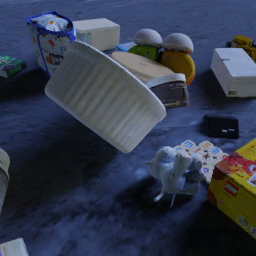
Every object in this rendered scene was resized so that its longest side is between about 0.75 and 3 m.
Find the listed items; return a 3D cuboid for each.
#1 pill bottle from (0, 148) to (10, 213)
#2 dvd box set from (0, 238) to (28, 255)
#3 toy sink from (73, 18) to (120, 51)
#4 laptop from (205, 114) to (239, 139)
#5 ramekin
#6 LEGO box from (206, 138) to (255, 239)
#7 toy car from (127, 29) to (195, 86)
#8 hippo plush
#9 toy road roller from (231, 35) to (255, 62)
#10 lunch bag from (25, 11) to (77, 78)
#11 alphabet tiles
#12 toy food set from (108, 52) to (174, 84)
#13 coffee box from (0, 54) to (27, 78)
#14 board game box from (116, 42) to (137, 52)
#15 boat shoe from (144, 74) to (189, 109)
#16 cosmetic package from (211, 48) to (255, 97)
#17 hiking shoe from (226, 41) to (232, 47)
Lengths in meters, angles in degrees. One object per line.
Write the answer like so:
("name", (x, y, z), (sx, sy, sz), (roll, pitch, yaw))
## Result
("pill bottle", (-3.186, 1.358, 5.847), (1.172, 1.172, 2.059), (-4, 37, -6))
("dvd box set", (-2.607, 2.815, 4.149), (2.469, 0.363, 1.807), (-8, 36, -34))
("toy sink", (-1.622, -4.288, 13.113), (2.082, 1.166, 1.357), (-20, 42, -31))
("laptop", (2.865, -0.070, 8.591), (0.899, 0.524, 1.014), (4, 64, 6))
("ramekin", (-0.628, -0.656, 7.059), (2.950, 2.950, 1.438), (34, 85, 36))
("LEGO box", (3.425, 1.495, 5.727), (2.091, 1.083, 2.808), (-25, 44, -29))
("toy car", (1.128, -2.118, 9.914), (2.552, 2.234, 1.914), (15, 6, 19))
("hippo plush", (1.047, 1.058, 6.626), (1.368, 1.090, 1.100), (-57, 33, -1))
("toy road roller", (4.965, -3.295, 12.104), (1.042, 0.877, 1.427), (-37, 50, -23))
("lunch bag", (-2.648, -2.997, 10.644), (1.556, 2.136, 2.513), (-30, 48, -26))
("alphabet tiles", (1.883, 0.881, 7.318), (1.520, 0.113, 1.554), (-25, 45, -28))
("toy food set", (0.351, -1.648, 8.336), (2.364, 0.575, 2.340), (22, 26, 2))
("coffee box", (-5.212, -2.591, 11.549), (1.741, 0.383, 1.070), (19, 42, 22))
("board game box", (0.268, -3.500, 12.763), (1.103, 0.326, 1.451), (-20, 42, -23))
("boat shoe", (0.240, -0.599, 7.304), (2.753, 0.819, 0.989), (-15, -8, 27))
("cosmetic package", (4.065, -2.157, 10.598), (1.231, 0.896, 2.421), (-2, 37, -2))
("hiking shoe", (5.203, -4.029, 13.513), (0.856, 0.324, 0.431), (-13, 47, -2))
